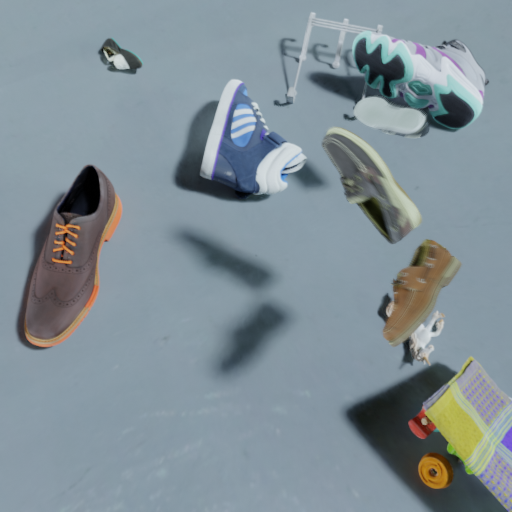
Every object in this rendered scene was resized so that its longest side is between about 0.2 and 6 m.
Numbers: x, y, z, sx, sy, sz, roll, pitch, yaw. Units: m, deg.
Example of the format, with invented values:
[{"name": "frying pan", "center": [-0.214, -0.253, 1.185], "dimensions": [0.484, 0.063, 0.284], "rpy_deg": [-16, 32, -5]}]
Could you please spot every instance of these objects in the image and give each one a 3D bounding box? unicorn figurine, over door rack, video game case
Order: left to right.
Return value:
[{"name": "over door rack", "center": [1.924, -4.626, 13.789], "dimensions": [1.907, 0.860, 2.582], "rpy_deg": [13, 74, 7]}, {"name": "unicorn figurine", "center": [2.999, 1.333, 10.365], "dimensions": [0.996, 0.536, 1.451], "rpy_deg": [-40, 52, -11]}, {"name": "video game case", "center": [4.399, 3.206, 9.377], "dimensions": [1.610, 0.177, 1.468], "rpy_deg": [26, 62, 15]}]

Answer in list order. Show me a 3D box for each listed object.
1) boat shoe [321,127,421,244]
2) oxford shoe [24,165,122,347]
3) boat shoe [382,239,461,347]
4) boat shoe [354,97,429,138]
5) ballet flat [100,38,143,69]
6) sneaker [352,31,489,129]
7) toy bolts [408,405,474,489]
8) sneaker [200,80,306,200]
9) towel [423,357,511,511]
[{"name": "boat shoe", "center": [1.629, -1.006, 8.274], "dimensions": [1.972, 0.705, 0.648], "rpy_deg": [47, 71, -11]}, {"name": "oxford shoe", "center": [-3.637, -0.109, 10.688], "dimensions": [1.309, 1.334, 3.677], "rpy_deg": [6, 59, 4]}, {"name": "boat shoe", "center": [2.091, 0.466, 7.562], "dimensions": [0.613, 0.649, 1.804], "rpy_deg": [44, 52, 1]}, {"name": "boat shoe", "center": [2.551, -2.580, 10.643], "dimensions": [1.569, 0.473, 0.593], "rpy_deg": [37, 100, 41]}, {"name": "ballet flat", "center": [-3.444, -5.014, 14.176], "dimensions": [0.510, 0.507, 1.491], "rpy_deg": [-42, 57, -12]}, {"name": "sneaker", "center": [4.035, -4.650, 13.423], "dimensions": [3.346, 1.300, 2.340], "rpy_deg": [34, 58, -2]}, {"name": "toy bolts", "center": [3.147, 3.059, 9.266], "dimensions": [0.879, 1.211, 1.268], "rpy_deg": [1, 44, -49]}, {"name": "sneaker", "center": [0.091, -2.547, 12.383], "dimensions": [2.137, 1.176, 2.918], "rpy_deg": [15, 55, -2]}, {"name": "towel", "center": [3.924, 2.973, 8.653], "dimensions": [1.998, 0.317, 2.782], "rpy_deg": [-16, 60, -46]}]
